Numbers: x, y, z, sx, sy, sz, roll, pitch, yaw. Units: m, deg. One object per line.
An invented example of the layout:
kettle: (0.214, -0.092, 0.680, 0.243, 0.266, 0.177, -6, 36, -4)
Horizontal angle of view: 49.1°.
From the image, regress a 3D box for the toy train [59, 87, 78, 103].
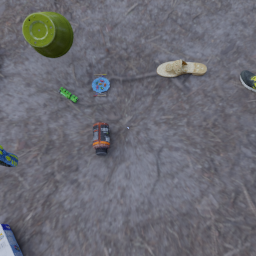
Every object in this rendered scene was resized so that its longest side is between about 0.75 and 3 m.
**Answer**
toy train: (-2.283, -1.252, 10.699, 0.891, 0.186, 0.251, 33, 82, 13)

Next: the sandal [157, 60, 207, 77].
sandal: (2.128, -2.443, 10.924, 1.966, 0.647, 0.721, 1, 68, 0)

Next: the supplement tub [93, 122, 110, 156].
supplement tub: (-0.940, 0.397, 9.795, 0.590, 0.590, 1.103, -2, 68, -1)

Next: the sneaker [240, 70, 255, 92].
sneaker: (5.052, -1.665, 10.554, 0.655, 0.745, 1.760, -40, 73, -16)

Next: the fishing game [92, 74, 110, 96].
fishing game: (-1.058, -1.687, 10.891, 0.714, 0.155, 0.998, 1, 68, 3)

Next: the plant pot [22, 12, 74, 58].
plant pot: (-2.739, -3.145, 9.272, 1.587, 1.528, 1.587, 0, 103, 1)

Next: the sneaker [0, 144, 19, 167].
sneaker: (-2.872, 0.608, 6.138, 0.443, 1.070, 0.379, -14, 56, 11)

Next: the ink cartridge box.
ink cartridge box: (-3.982, 3.727, 8.368, 1.218, 0.681, 1.785, -31, 73, -12)
